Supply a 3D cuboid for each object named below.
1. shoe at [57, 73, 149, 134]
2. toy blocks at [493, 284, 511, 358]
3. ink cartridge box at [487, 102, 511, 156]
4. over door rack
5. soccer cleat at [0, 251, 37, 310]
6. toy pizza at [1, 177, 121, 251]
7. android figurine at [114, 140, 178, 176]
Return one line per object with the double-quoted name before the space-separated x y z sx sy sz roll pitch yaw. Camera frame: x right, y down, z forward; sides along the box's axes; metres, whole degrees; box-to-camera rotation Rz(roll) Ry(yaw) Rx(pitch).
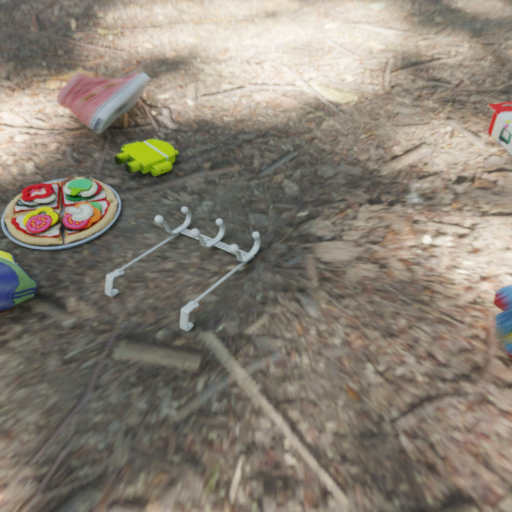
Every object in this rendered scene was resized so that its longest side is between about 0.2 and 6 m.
"shoe" -3.251 -3.585 12.091 1.101 0.865 2.421 35 40 -8
"toy blocks" 3.587 0.830 7.087 1.169 1.711 0.855 -23 38 -5
"ink cartridge box" 5.506 -2.600 11.603 0.926 0.536 1.595 -8 42 -9
"over door rack" -1.073 0.026 8.550 1.535 0.692 2.078 21 46 23
"soccer cleat" -4.318 0.115 8.559 2.547 0.823 1.065 28 19 33
"toy pizza" -3.409 -0.847 9.790 2.032 0.322 2.032 0 42 0
"android figurine" -2.116 -1.955 11.015 1.132 0.255 1.243 35 44 29
